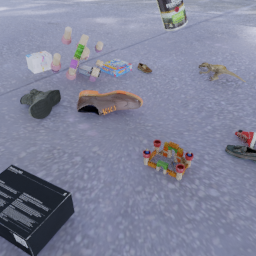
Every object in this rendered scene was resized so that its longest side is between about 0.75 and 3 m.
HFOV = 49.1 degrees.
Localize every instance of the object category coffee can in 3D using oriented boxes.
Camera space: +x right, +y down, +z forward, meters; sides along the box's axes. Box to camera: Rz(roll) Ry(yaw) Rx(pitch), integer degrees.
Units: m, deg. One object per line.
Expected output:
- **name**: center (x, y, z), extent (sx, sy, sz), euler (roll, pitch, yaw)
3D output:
- **coffee can**: center (2.059, -5.638, 13.215), extent (1.207, 1.650, 1.207), euler (-15, 41, 14)

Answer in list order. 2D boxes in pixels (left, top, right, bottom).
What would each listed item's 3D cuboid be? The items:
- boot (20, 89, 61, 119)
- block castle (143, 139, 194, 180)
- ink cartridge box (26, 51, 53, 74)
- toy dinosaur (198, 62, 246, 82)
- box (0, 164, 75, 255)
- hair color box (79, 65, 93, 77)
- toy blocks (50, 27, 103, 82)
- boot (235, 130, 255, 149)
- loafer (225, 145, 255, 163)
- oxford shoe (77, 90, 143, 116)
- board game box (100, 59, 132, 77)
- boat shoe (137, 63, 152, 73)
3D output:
- **boot**: center (-4.206, -1.105, 12.664), extent (1.569, 0.813, 2.402), euler (3, 28, 14)
- **block castle**: center (1.375, 0.991, 9.595), extent (1.546, 0.725, 1.033), euler (22, 40, 28)
- **ink cartridge box**: center (-5.043, -3.869, 16.310), extent (1.403, 0.879, 0.902), euler (-25, 42, -30)
- **toy dinosaur**: center (4.959, -3.194, 15.412), extent (1.480, 0.852, 2.928), euler (-26, 43, -34)
- **box**: center (-2.933, 2.174, 7.753), extent (2.345, 0.925, 1.655), euler (18, 43, 25)
- **hair color box**: center (-2.253, -3.227, 15.898), extent (1.044, 0.317, 0.517), euler (24, 42, 31)
- **toy blocks**: center (-2.743, -3.669, 15.527), extent (2.591, 2.181, 2.421), euler (20, 64, -11)
- **boot**: center (4.475, 0.416, 10.723), extent (0.782, 0.392, 1.084), euler (14, 30, 20)
- **loafer**: center (4.322, 0.846, 9.978), extent (1.629, 0.512, 0.585), euler (19, 40, 25)
- **oxford shoe**: center (-0.820, -0.957, 12.322), extent (2.930, 1.045, 1.068), euler (1, 53, 11)
- **board game box**: center (-0.681, -3.521, 16.254), extent (1.349, 0.377, 1.320), euler (28, 44, 34)
- **boat shoe**: center (0.947, -3.482, 16.192), extent (1.054, 0.389, 0.399), euler (29, 45, 35)
